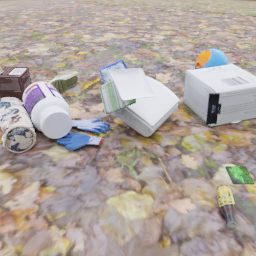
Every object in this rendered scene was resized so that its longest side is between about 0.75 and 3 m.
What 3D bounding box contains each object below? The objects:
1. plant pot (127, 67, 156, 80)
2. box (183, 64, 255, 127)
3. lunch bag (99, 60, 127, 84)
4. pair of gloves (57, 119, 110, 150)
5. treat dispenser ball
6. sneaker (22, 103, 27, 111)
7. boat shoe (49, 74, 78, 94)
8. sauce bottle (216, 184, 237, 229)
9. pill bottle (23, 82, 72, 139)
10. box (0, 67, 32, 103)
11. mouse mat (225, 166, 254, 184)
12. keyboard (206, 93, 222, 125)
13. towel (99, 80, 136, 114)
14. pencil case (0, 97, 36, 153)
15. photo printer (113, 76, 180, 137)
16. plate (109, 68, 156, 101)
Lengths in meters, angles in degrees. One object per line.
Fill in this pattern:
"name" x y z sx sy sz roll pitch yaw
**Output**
"plant pot" 0.626 -2.344 14.187 1.402 1.417 1.417 0 32 -13
"box" 4.208 -1.546 12.527 2.565 1.686 2.579 -10 34 -16
"lunch bag" -0.521 -2.456 13.787 1.293 1.521 0.969 -22 30 9
"pair of gloves" -1.736 0.222 11.098 1.809 0.256 2.250 4 32 9
"treat dispenser ball" 4.592 -3.437 15.439 1.778 1.778 1.778 0 32 0
"sneaker" -4.449 -0.947 12.768 1.084 0.435 0.468 -18 38 -24
"boat shoe" -3.576 -2.312 14.659 0.741 0.810 2.167 14 25 26
"sauce bottle" 2.782 2.167 7.834 0.446 0.446 1.350 2 31 4
"pill bottle" -3.230 -0.721 11.334 1.539 1.539 2.762 -16 35 -23
"box" -5.428 -2.036 13.473 1.227 1.494 1.240 1 32 1
"mouse mat" 3.663 1.540 9.212 0.702 0.033 0.873 -1 32 -1
"keyboard" 2.605 -0.581 8.487 0.566 0.943 0.121 -3 13 -27
"towel" -0.384 -1.252 10.525 1.560 1.164 0.239 -17 -5 39
"pencil case" -4.469 -0.175 10.880 1.288 1.120 2.879 -13 35 -26
"photo printer" 0.811 -1.059 11.753 2.191 0.914 2.633 38 50 14
"plate" 0.127 -1.458 9.460 1.303 0.211 1.300 -10 63 -28
